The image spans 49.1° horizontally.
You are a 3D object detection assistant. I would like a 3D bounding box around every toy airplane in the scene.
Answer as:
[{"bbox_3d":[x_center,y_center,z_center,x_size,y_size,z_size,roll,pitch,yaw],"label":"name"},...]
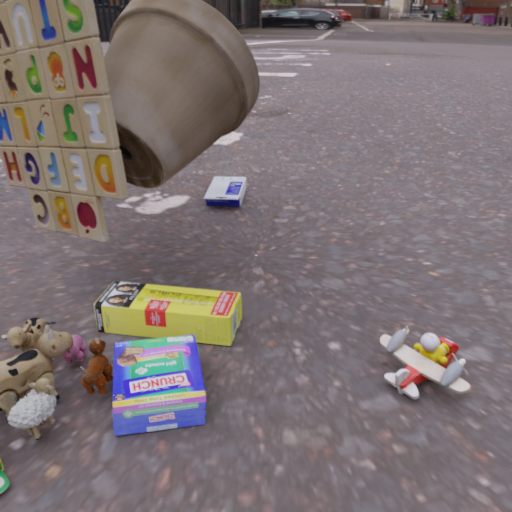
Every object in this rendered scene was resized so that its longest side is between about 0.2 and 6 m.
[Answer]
[{"bbox_3d":[2.057,1.285,6.916,1.007,0.710,1.002,4,28,8],"label":"toy airplane"}]

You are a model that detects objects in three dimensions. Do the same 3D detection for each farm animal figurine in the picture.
[{"bbox_3d":[-2.628,1.248,6.725,1.621,0.845,1.604,10,32,33],"label":"farm animal figurine"}]

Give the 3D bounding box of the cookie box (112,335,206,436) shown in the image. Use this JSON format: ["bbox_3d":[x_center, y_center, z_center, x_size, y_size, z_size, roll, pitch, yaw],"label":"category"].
[{"bbox_3d":[-1.180,1.510,6.728,1.048,0.460,1.225,-4,27,-11],"label":"cookie box"}]

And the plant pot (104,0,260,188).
[{"bbox_3d":[-1.439,-2.194,8.184,2.392,2.392,2.075,14,61,26],"label":"plant pot"}]

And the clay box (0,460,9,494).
[{"bbox_3d":[-3.558,1.943,5.804,1.235,0.511,2.149,-23,34,-37],"label":"clay box"}]

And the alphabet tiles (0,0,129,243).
[{"bbox_3d":[-2.934,-2.113,7.617,3.196,3.841,0.122,11,26,40],"label":"alphabet tiles"}]

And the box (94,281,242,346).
[{"bbox_3d":[-1.250,0.814,8.085,1.993,0.499,0.750,6,27,11],"label":"box"}]

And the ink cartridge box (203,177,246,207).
[{"bbox_3d":[-0.695,-1.438,12.841,0.798,0.315,1.604,3,25,6],"label":"ink cartridge box"}]
